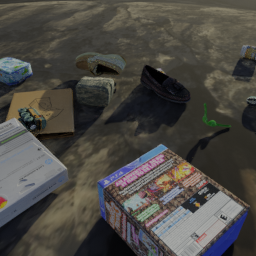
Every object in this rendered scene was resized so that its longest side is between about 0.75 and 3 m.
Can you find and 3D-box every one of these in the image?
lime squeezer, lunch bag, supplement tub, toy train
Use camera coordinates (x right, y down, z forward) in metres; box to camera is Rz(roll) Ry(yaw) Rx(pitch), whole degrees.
[{"bbox_3d":[2.961,-0.305,9.838,1.525,0.539,0.288,34,15,-27],"label":"lime squeezer"},{"bbox_3d":[-1.256,-1.564,11.228,1.417,0.987,1.188,6,41,8],"label":"lunch bag"},{"bbox_3d":[-5.371,-2.648,12.857,1.736,0.716,1.395,20,44,24],"label":"lunch bag"},{"bbox_3d":[6.382,-3.947,14.599,0.874,0.632,0.632,21,42,24],"label":"supplement tub"},{"bbox_3d":[-3.300,-0.333,9.578,0.707,0.528,1.240,-12,35,-35],"label":"toy train"}]

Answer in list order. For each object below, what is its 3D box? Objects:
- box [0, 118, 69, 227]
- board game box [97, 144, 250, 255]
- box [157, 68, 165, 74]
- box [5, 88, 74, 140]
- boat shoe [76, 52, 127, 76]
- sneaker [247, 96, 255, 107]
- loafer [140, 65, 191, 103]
[{"bbox_3d":[-3.443,1.074,7.899,2.887,0.594,2.251,34,51,30],"label":"box"},{"bbox_3d":[0.924,1.925,6.476,2.117,1.286,2.656,-27,45,-30],"label":"board game box"},{"bbox_3d":[1.610,-2.317,12.796,0.261,0.279,1.347,-11,40,-13],"label":"box"},{"bbox_3d":[-3.243,-0.568,10.509,2.394,0.312,2.929,-6,38,-8],"label":"box"},{"bbox_3d":[-1.357,-2.818,12.645,2.554,0.945,0.848,5,64,26],"label":"boat shoe"},{"bbox_3d":[5.313,-1.020,11.005,1.202,0.466,0.479,21,34,25],"label":"sneaker"},{"bbox_3d":[1.506,-1.878,11.763,0.944,0.827,2.625,-30,47,-32],"label":"loafer"}]
